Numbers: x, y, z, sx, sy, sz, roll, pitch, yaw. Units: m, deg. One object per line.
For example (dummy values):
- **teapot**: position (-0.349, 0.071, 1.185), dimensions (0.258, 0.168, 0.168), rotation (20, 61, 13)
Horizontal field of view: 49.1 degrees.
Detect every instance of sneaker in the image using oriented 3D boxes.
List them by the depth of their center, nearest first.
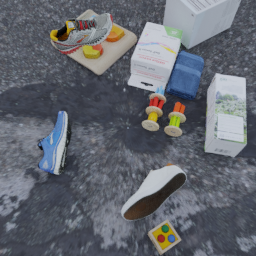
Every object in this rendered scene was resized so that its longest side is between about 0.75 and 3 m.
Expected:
- **sneaker**: position (-1.433, -2.955, 8.620), dimensions (2.114, 0.868, 0.823), rotation (-19, 68, 18)
- **sneaker**: position (0.718, 2.006, 8.966), dimensions (2.341, 0.852, 0.991), rotation (-34, 31, -8)
- **sneaker**: position (-2.564, 0.401, 9.620), dimensions (1.029, 0.907, 2.308), rotation (7, 62, 0)

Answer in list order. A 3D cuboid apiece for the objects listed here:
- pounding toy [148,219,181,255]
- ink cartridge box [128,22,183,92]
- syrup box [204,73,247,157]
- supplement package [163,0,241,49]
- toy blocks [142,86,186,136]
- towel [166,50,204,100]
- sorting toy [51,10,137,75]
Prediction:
- **pounding toy**: position (1.063, 3.462, 8.185), dimensions (0.995, 0.518, 1.132), rotation (-29, 65, -15)
- **ink cartridge box**: position (1.102, -2.880, 11.352), dimensions (1.621, 0.932, 2.768), rotation (16, 63, 8)
- **syrup box**: position (3.456, -0.502, 9.967), dimensions (1.083, 1.120, 2.750), rotation (10, 62, 3)
- **supplement package**: position (3.121, -5.084, 11.991), dimensions (2.481, 1.883, 1.869), rotation (-30, 66, -15)
- **toy blocks**: position (1.441, -0.701, 10.349), dimensions (1.492, 0.650, 1.790), rotation (14, 63, 8)
- **towel**: position (2.321, -2.101, 11.162), dimensions (1.158, 0.503, 2.074), rotation (20, 62, 1)
- **sorting toy**: position (-1.472, -3.871, 12.123), dimensions (2.882, 0.526, 2.668), rotation (36, 68, 17)
